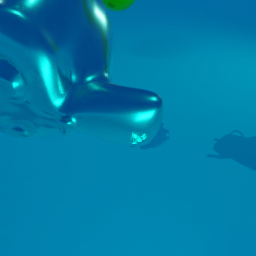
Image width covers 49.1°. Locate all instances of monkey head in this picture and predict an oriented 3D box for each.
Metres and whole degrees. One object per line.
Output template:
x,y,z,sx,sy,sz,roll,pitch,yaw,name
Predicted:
-0.393,-0.507,2.017,1.414,1.966,1.185,15,59,1,monkey head

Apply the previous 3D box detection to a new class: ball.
-0.341,-4.518,9.054,1.396,1.396,1.396,0,37,0,ball
